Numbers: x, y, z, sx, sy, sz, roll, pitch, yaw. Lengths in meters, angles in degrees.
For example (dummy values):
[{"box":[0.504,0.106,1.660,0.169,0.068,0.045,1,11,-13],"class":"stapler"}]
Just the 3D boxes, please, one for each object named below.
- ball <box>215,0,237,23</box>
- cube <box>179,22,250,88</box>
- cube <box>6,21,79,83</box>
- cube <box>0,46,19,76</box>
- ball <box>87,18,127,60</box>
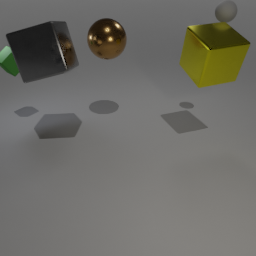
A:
[{"box":[3.219,-3.825,9.193,0.700,0.700,0.700,0,29,0],"class":"ball"},{"box":[2.644,-2.313,8.817,1.400,1.400,1.400,-12,49,-15],"class":"cube"},{"box":[-2.453,-2.282,8.332,1.400,1.400,1.400,-12,19,8],"class":"cube"},{"box":[-4.236,-2.411,10.120,0.700,0.700,0.700,27,73,38],"class":"cube"},{"box":[-0.743,-3.131,9.896,1.400,1.400,1.400,0,29,0],"class":"ball"}]
